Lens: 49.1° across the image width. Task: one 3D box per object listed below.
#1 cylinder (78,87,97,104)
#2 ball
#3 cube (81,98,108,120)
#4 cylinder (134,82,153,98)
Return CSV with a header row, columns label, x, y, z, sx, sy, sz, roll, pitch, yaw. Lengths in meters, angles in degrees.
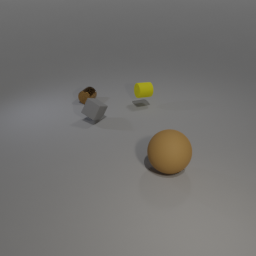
label,x,y,z,sx,sy,sz,roll,pitch,yaw
cylinder,-2.000,-1.612,13.859,0.700,0.700,0.700,10,30,17
ball,1.308,0.740,8.827,1.400,1.400,1.400,0,29,0
cube,-1.422,-0.802,11.933,0.700,0.700,0.700,33,16,18
cylinder,0.731,-1.779,13.142,0.700,0.700,0.700,-8,30,-22
